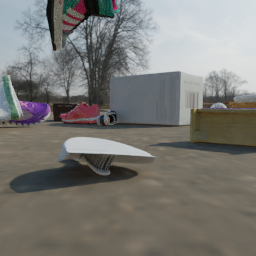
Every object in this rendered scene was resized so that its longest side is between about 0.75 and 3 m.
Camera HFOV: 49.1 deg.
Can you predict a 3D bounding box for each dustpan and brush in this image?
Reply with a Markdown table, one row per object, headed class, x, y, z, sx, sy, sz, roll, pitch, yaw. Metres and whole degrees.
| class | x | y | z | sx | sy | sz | roll | pitch | yaw |
| --- | --- | --- | --- | --- | --- | --- | --- | --- | --- |
| dustpan and brush | -0.349 | 0.253 | 2.592 | 0.774 | 0.317 | 1.109 | 6 | 7 | -28 |

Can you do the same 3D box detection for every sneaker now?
| class | x | y | z | sx | sy | sz | roll | pitch | yaw |
| --- | --- | --- | --- | --- | --- | --- | --- | --- | --- |
| sneaker | -0.561 | -0.324 | 9.364 | 0.473 | 0.467 | 1.191 | -4 | 13 | 24 |
| sneaker | -3.320 | -0.568 | 8.175 | 2.015 | 0.891 | 0.810 | -4 | 43 | -13 |
| sneaker | -1.066 | -2.826 | 6.667 | 1.629 | 1.128 | 2.698 | -8 | -15 | -19 |
| sneaker | -1.739 | -0.547 | 10.248 | 1.787 | 0.775 | 0.659 | 1 | 4 | 26 |

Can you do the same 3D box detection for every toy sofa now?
| class | x | y | z | sx | sy | sz | roll | pitch | yaw |
| --- | --- | --- | --- | --- | --- | --- | --- | --- | --- |
| toy sofa | 1.675 | -0.030 | 4.272 | 1.357 | 0.562 | 0.662 | 3 | 6 | 41 |

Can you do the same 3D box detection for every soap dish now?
| class | x | y | z | sx | sy | sz | roll | pitch | yaw |
| --- | --- | --- | --- | --- | --- | --- | --- | --- | --- |
| soap dish | 5.090 | -0.668 | 10.064 | 2.016 | 1.041 | 2.563 | 0 | 3 | -2 |

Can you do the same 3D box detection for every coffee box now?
| class | x | y | z | sx | sy | sz | roll | pitch | yaw |
| --- | --- | --- | --- | --- | --- | --- | --- | --- | --- |
| coffee box | -2.759 | -0.734 | 12.903 | 1.110 | 0.774 | 1.941 | 0 | 4 | -5 |

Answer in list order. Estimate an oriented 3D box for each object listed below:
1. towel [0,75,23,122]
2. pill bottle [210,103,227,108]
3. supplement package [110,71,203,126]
| class | x | y | z | sx | sy | sz | roll | pitch | yaw |
| --- | --- | --- | --- | --- | --- | --- | --- | --- | --- |
| towel | -4.233 | -0.696 | 6.909 | 2.813 | 0.432 | 2.098 | -9 | 36 | -27 |
| pill bottle | 3.898 | -0.685 | 12.146 | 0.784 | 0.784 | 1.395 | 1 | 3 | 16 |
| supplement package | 0.949 | -0.995 | 9.944 | 2.913 | 1.709 | 1.703 | 3 | 5 | 38 |
